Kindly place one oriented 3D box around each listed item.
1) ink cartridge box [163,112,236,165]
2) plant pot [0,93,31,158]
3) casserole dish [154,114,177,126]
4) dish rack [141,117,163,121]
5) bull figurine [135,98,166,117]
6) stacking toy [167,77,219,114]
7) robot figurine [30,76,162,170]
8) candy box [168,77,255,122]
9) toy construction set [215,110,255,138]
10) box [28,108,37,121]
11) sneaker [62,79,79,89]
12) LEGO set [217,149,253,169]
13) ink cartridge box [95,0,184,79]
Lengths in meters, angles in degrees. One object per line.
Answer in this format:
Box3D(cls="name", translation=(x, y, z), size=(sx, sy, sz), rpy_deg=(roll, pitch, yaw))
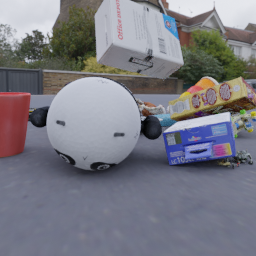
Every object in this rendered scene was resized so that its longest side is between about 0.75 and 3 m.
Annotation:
Box3D(cls="ink cartridge box", translation=(1.542, 0.213, 5.928), size=(1.321, 0.739, 1.937), rpy_deg=(-11, 3, 21))
Box3D(cls="plant pot", translation=(-3.063, -0.106, 6.534), size=(1.595, 1.412, 1.595), rpy_deg=(0, 8, 0))
Box3D(cls="casserole dish", translation=(1.703, -0.358, 11.698), size=(1.976, 0.383, 1.197), rpy_deg=(-5, 10, -36))
Box3D(cls="dish rack", translation=(-0.075, -0.117, 9.760), size=(1.871, 0.475, 2.180), rpy_deg=(-7, 11, -35))
Box3D(cls="bull figurine", translation=(0.944, -0.975, 13.959), size=(1.398, 0.750, 2.303), rpy_deg=(24, -3, -14))
Box3D(cls="stacking toy", translation=(3.328, -1.278, 14.624), size=(2.883, 2.106, 2.106), rpy_deg=(-22, 14, -13))
Box3D(cls="robot figurine", translation=(-0.612, -0.155, 5.870), size=(2.148, 1.784, 2.858), rpy_deg=(-33, 7, 5))
Box3D(cls="candy box", translation=(2.894, -0.799, 9.598), size=(2.597, 0.733, 1.515), rpy_deg=(-19, -22, 35))
Box3D(cls="toy construction set", translation=(3.305, -0.186, 9.045), size=(1.168, 0.820, 1.781), rpy_deg=(-24, 1, 1))
Box3D(cls="box", translation=(-3.966, -0.672, 13.335), size=(2.075, 0.512, 1.657), rpy_deg=(-1, 10, -5))
Box3D(cls="sneaker", translation=(-1.864, -0.740, 9.268), size=(1.001, 1.446, 2.581), rpy_deg=(-21, 13, 24))
Box3D(cls="LEGO set", translation=(2.240, 0.588, 5.759), size=(0.634, 0.277, 0.977), rpy_deg=(5, 10, 28))
Box3D(cls="ink cartridge box", translation=(0.368, -3.153, 9.961), size=(2.910, 2.124, 1.227), rpy_deg=(7, -24, -30))
